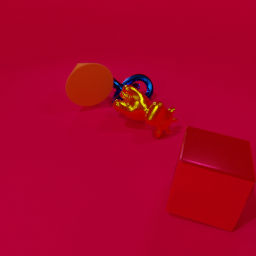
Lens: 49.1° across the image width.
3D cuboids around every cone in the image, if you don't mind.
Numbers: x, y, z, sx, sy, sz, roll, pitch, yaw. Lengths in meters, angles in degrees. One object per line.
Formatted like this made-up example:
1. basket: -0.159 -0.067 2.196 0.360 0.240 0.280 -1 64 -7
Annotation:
1. cone: -1.411 -1.717 8.958 1.481 1.481 1.487 -12 43 -19

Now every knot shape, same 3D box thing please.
1. knot shape: 0.127 -1.343 9.540 1.545 0.763 1.652 -8 30 -11

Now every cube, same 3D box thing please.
1. cube: 1.469 0.871 5.107 1.204 1.204 1.204 15 32 10

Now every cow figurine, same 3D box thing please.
1. cow figurine: 0.451 -0.463 7.813 1.711 0.954 1.739 32 -4 -4
